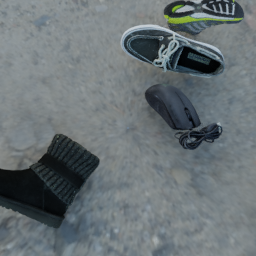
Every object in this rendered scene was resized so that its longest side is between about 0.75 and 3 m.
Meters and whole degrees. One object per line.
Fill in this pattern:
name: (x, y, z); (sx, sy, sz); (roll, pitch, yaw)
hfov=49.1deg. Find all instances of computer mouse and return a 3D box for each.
computer mouse: (1.320, -0.496, 7.062); (1.523, 0.580, 2.200); (-16, 53, -39)

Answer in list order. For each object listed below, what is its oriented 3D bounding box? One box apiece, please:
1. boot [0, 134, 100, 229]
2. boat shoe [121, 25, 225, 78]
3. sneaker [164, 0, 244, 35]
boot: (-2.104, 0.877, 6.305); (2.542, 0.957, 1.901); (30, 82, -17)
boat shoe: (1.160, -1.962, 7.504); (2.883, 1.064, 0.985); (20, 29, -1)
sneaker: (2.167, -3.181, 8.101); (2.205, 0.893, 0.815); (5, 68, 15)
